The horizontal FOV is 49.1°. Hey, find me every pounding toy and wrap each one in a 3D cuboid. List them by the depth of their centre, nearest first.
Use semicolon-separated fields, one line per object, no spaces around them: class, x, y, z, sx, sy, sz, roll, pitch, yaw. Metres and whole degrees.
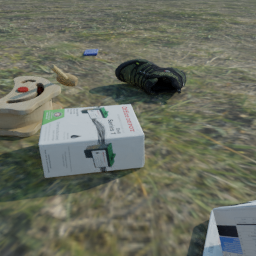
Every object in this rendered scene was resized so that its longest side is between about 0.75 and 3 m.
pounding toy;-2.815;-1.116;7.969;1.629;1.635;2.850;15;34;16

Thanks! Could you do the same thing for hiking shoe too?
hiking shoe;0.678;-1.747;9.670;2.567;0.972;1.292;10;29;14

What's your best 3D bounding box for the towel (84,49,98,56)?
towel;-1.824;-3.746;13.894;0.675;0.111;0.932;-3;29;0

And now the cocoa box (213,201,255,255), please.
cocoa box;1.475;1.021;2.701;1.002;0.668;0.658;-3;73;-22

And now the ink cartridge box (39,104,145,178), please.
ink cartridge box;-0.816;0.219;6.447;2.170;0.915;1.585;-6;31;-10

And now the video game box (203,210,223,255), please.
video game box;1.710;1.847;4.395;0.946;0.243;1.039;10;32;20
